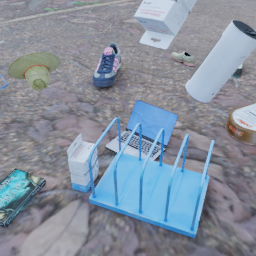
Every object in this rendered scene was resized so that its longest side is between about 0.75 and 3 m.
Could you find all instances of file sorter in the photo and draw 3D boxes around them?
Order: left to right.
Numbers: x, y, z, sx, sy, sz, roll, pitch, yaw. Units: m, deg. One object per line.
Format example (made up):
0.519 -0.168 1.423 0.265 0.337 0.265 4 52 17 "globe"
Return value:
0.529 0.915 6.067 2.379 1.460 1.651 14 41 17 "file sorter"

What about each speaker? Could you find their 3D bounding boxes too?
2.214 -1.533 6.682 0.789 1.944 0.789 16 44 -17 "speaker"

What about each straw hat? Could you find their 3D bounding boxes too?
-1.509 -0.856 4.681 0.949 0.949 0.402 -17 81 -22 "straw hat"

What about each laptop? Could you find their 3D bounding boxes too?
0.363 0.101 7.739 1.432 0.886 1.529 23 42 30 "laptop"

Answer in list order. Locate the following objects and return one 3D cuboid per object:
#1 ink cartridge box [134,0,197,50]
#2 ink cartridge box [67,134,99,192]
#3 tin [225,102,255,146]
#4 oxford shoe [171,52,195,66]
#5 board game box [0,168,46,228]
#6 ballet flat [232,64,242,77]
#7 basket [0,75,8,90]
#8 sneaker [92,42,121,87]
0.758 -2.444 5.668 0.889 0.512 1.536 30 90 43 "ink cartridge box"
-1.015 0.812 6.475 0.398 1.194 0.692 12 38 15 "ink cartridge box"
4.252 -0.253 8.585 2.673 0.560 1.497 -16 35 -21 "tin"
2.522 -3.280 12.776 0.494 0.515 1.396 -26 43 -32 "oxford shoe"
-2.649 1.524 6.342 0.923 0.192 1.364 14 38 19 "board game box"
4.648 -2.701 11.972 0.510 0.513 1.499 11 38 14 "ballet flat"
-4.902 -1.502 10.085 1.000 0.696 0.882 -36 48 -15 "basket"
-0.879 -2.600 11.313 0.946 1.106 2.697 4 36 5 "sneaker"
